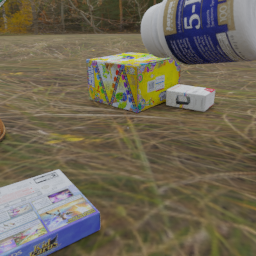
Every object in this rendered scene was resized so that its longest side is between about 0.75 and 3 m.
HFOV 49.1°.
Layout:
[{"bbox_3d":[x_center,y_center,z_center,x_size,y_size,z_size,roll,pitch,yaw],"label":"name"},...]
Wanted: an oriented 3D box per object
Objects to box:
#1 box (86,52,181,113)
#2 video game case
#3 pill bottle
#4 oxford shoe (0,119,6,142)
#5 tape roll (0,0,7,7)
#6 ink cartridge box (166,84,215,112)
[{"bbox_3d":[0.244,-1.937,10.917,2.568,1.627,2.667,19,30,39],"label":"box"},{"bbox_3d":[-1.569,1.396,4.466,1.726,0.392,1.565,-15,27,-33],"label":"video game case"},{"bbox_3d":[1.713,-2.321,6.173,1.793,1.793,2.995,-16,16,-34],"label":"pill bottle"},{"bbox_3d":[-3.799,-0.035,7.223,0.989,0.988,2.772,-8,22,-15],"label":"oxford shoe"},{"bbox_3d":[-2.991,-2.403,5.592,2.124,0.510,2.124,-31,35,24],"label":"tape roll"},{"bbox_3d":[2.291,-1.127,10.267,1.487,0.637,1.098,12,25,32],"label":"ink cartridge box"}]
